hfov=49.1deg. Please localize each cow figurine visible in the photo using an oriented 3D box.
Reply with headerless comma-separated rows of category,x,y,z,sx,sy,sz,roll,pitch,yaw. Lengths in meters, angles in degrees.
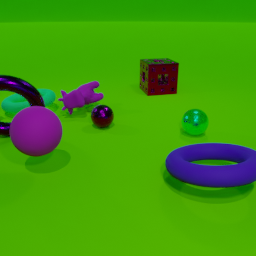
cow figurine,-1.662,-1.079,9.710,1.560,0.870,1.585,-23,12,-16

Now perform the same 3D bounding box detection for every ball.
ball,1.916,-0.168,8.018,0.770,0.770,0.770,0,23,0
ball,-1.934,0.071,5.933,1.068,1.068,1.068,0,23,0
ball,-0.780,-0.361,8.540,0.710,0.710,0.710,0,23,0

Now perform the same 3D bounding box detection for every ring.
ring,-3.240,-0.543,7.461,1.990,1.990,0.398,-5,45,-12
ring,-3.482,-0.965,9.865,1.859,0.372,1.859,-6,24,3
ring,1.715,0.690,5.618,1.928,0.386,1.928,-4,11,1

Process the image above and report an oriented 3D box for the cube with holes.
cube with holes,1.316,-2.258,12.224,1.320,1.320,1.320,-5,24,-12
